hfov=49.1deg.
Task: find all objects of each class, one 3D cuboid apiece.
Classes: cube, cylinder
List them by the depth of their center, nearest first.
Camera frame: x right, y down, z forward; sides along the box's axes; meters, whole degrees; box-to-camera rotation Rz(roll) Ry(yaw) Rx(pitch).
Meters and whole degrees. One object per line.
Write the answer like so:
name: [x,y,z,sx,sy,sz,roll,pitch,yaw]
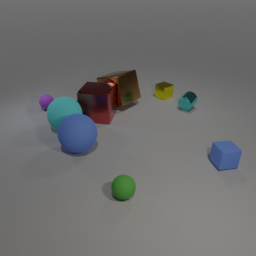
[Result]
cube: [3.240,0.901,9.348,0.700,0.700,0.700,-3,27,-13]
cube: [-1.336,-1.139,12.407,1.400,1.400,1.400,5,29,9]
cylinder: [2.832,-1.278,13.282,0.700,0.700,0.700,19,43,30]
cube: [-0.431,-1.940,13.566,1.400,1.400,1.400,5,25,42]
cube: [1.884,-1.951,14.636,0.700,0.700,0.700,-22,35,-34]

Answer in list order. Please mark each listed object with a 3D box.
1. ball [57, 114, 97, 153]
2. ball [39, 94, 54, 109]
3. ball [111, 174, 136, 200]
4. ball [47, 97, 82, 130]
ball: [-1.791,0.187,9.967,1.400,1.400,1.400,0,29,0]
ball: [-3.834,-1.242,13.213,0.700,0.700,0.700,0,29,0]
ball: [-0.124,1.676,7.964,0.700,0.700,0.700,0,29,0]
ball: [-2.550,-0.559,11.292,1.400,1.400,1.400,0,29,0]
